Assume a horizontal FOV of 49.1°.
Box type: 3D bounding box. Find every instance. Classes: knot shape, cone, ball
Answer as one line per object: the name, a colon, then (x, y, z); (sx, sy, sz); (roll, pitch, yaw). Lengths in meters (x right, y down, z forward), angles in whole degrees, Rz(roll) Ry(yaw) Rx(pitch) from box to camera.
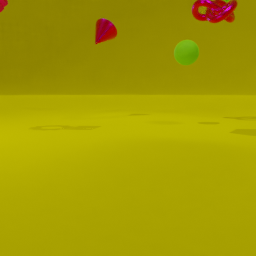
knot shape: (3.145, -4.318, 10.319); (1.600, 0.790, 1.710); (10, 26, 17)
cone: (-1.175, -3.961, 12.138); (1.075, 1.079, 1.075); (21, -30, 13)
ball: (1.907, -2.453, 9.128); (0.803, 0.803, 0.803); (0, 7, 0)

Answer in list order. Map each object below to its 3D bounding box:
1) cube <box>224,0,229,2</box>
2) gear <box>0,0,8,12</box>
cube: (2.004, -3.557, 6.177); (0.988, 0.988, 0.988); (43, 31, 17)
gear: (-3.792, -3.061, 7.498); (1.288, 1.288, 0.238); (7, -32, 42)
